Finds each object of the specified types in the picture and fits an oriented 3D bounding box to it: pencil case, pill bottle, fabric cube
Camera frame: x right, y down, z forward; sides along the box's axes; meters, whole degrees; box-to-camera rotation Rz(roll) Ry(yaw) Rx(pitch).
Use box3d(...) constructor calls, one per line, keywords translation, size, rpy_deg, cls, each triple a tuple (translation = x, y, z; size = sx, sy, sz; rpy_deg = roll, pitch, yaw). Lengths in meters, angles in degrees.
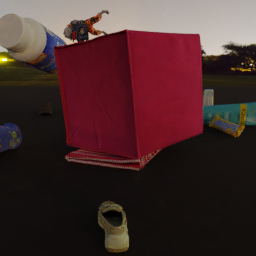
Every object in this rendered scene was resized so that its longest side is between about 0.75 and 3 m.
box3d(translation=(-3.490, 0.363, 6.799), size=(0.792, 0.712, 1.824), rpy_deg=(-9, 7, 26), cls="pencil case")
box3d(translation=(-2.782, -2.466, 8.337), size=(1.262, 1.262, 2.252), rpy_deg=(3, -1, 16), cls="pill bottle")
box3d(translation=(0.078, -0.936, 7.143), size=(2.661, 2.610, 2.652), rpy_deg=(7, 18, 44), cls="fabric cube")

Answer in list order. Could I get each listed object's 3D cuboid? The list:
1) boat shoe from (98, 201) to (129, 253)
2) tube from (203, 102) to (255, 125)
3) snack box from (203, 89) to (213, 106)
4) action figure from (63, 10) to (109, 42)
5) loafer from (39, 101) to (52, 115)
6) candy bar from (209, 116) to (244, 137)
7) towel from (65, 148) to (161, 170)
box3d(translation=(-0.195, 1.167, 3.619), size=(0.380, 0.328, 1.041), rpy_deg=(-1, 11, -7), cls="boat shoe")
box3d(translation=(3.817, -0.525, 10.958), size=(2.784, 1.078, 0.702), rpy_deg=(-1, 41, 13), cls="tube")
box3d(translation=(3.911, -1.225, 13.622), size=(0.456, 1.225, 1.722), rpy_deg=(3, 11, 17), cls="snack box")
box3d(translation=(-1.507, -3.384, 9.872), size=(1.623, 0.877, 1.678), rpy_deg=(-20, -21, -21), cls="action figure")
box3d(translation=(-4.230, -1.043, 14.283), size=(0.635, 0.617, 1.739), rpy_deg=(-3, 11, -17), cls="loafer")
box3d(translation=(3.417, -0.072, 9.779), size=(0.223, 0.502, 2.013), rpy_deg=(37, 4, -13), cls="candy bar")
box3d(translation=(-0.138, 0.482, 7.293), size=(1.896, 0.295, 2.622), rpy_deg=(3, 12, 21), cls="towel")
